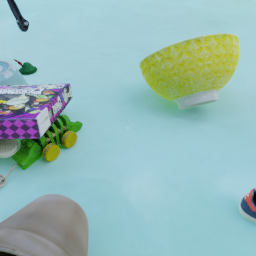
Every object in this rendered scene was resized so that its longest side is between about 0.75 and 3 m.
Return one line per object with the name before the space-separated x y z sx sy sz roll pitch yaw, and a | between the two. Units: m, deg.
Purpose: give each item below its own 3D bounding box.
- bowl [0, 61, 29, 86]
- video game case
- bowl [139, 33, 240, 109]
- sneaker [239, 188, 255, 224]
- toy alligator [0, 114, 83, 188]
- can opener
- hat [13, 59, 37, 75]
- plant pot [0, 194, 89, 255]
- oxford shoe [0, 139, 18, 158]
bowl | -4.123 -1.451 8.827 1.859 0.972 1.859 0 40 0
video game case | -3.145 -0.493 6.879 2.975 0.533 2.696 -1 24 5
bowl | 1.851 -1.405 8.054 2.845 1.531 2.845 -12 -2 0
sneaker | 2.983 1.641 5.219 1.661 0.702 0.622 18 42 20
toy alligator | -2.171 0.378 6.712 0.848 0.776 2.859 26 46 29
can opener | -3.648 -3.715 9.233 0.446 1.136 0.360 -7 38 18
hat | -3.706 -2.374 10.157 0.676 0.718 0.816 -9 40 -11
plant pot | -1.333 1.916 4.239 1.871 1.871 1.623 7 23 9
oxford shoe | -3.599 0.324 6.841 2.327 0.672 0.875 12 36 20
